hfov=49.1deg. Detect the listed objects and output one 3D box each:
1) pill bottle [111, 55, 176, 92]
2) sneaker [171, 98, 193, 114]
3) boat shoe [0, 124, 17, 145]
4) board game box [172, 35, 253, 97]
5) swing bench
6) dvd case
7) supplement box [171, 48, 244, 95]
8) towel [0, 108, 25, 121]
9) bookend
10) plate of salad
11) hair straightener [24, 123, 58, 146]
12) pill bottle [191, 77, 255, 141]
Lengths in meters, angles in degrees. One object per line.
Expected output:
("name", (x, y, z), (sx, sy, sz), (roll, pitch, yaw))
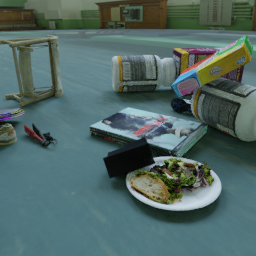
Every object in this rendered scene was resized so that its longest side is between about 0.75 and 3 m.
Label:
("pill bottle", (0.631, -2.375, 12.157), (2.618, 1.523, 1.523), (-3, 24, -8))
("sneaker", (2.109, -0.718, 9.812), (1.362, 0.516, 0.525), (23, 13, 39))
("boat shoe", (-3.863, 0.132, 7.662), (1.560, 0.534, 0.583), (-1, 24, -3))
("board game box", (2.453, -1.781, 8.098), (2.140, 0.432, 1.638), (-26, 13, 34))
("swing bench", (-3.626, -2.346, 11.101), (2.343, 2.330, 1.520), (-21, 32, -39))
("dvd case", (0.599, 0.039, 8.168), (2.831, 0.312, 2.067), (17, 29, 31))
("supplement box", (3.384, -2.483, 12.059), (2.755, 1.804, 1.422), (-2, 24, -7))
("towel", (-4.275, -0.310, 8.148), (1.758, 0.279, 2.448), (-4, 8, 2))
("bookend", (0.011, 0.647, 6.474), (1.045, 0.481, 1.038), (-18, 7, 0))
("plate of salad", (0.923, 0.988, 5.774), (1.936, 0.465, 1.936), (-1, 23, 1))
("hair straightener", (-2.392, 0.168, 7.892), (0.538, 0.286, 1.398), (-20, 31, -38))
("pill bottle", (3.149, -0.502, 7.914), (1.500, 1.500, 2.578), (-13, 28, -27))
